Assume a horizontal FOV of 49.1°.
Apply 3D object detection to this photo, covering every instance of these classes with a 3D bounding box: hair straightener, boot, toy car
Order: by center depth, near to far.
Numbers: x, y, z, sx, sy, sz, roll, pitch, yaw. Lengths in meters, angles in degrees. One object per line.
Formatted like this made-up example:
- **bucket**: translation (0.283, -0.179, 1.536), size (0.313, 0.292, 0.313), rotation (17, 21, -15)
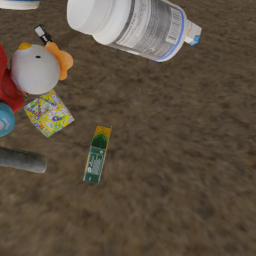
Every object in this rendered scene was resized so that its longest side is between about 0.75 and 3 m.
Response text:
- **boot**: translation (-1.744, 0.501, 4.137), size (1.055, 0.383, 0.959), rotation (26, 12, -24)
- **toy car**: translation (-1.854, -1.059, 4.741), size (1.790, 1.583, 1.649), rotation (-23, 45, -11)
- **hair straightener**: translation (-2.412, -1.172, 6.419), size (0.445, 1.155, 0.236), rotation (-27, 60, -2)

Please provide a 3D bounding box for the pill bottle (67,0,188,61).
- **pill bottle**: translation (0.018, -2.191, 5.623), size (2.220, 1.263, 1.263), rotation (6, 38, -37)

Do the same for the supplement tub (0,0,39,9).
- **supplement tub**: translation (-2.924, -3.977, 7.039), size (1.253, 1.733, 1.253), rotation (4, 28, -2)

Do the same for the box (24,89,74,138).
- **box**: translation (-1.913, -0.344, 6.887), size (0.833, 0.865, 0.527), rotation (-33, 61, -7)

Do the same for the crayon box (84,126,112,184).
- **crayon box**: translation (-0.596, 0.467, 5.695), size (0.313, 0.763, 1.214), rotation (13, 21, -2)

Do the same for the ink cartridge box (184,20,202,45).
- **ink cartridge box**: translation (1.739, -2.917, 8.377), size (0.857, 0.288, 0.498), rotation (20, 80, -24)

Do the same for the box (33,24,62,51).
- **box**: translation (-2.288, -2.505, 8.188), size (0.234, 1.073, 0.860), rotation (-34, 23, 3)
